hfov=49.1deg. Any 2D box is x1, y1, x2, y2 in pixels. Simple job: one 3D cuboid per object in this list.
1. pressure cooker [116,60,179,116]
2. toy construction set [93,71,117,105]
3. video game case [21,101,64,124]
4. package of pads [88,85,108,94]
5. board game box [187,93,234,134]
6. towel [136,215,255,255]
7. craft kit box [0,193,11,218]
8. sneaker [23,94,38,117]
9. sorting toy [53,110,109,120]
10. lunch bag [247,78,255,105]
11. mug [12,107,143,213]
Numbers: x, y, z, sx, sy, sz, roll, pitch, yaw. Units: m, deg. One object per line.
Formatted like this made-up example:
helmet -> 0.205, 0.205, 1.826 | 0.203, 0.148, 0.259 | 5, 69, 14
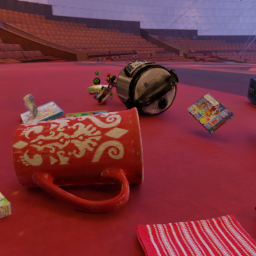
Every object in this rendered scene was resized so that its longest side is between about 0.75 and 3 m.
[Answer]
pressure cooker -> 0.832, -1.632, 11.539 | 2.152, 2.118, 2.409 | 11, 12, -26
toy construction set -> -0.729, -1.892, 13.857 | 1.857, 1.549, 1.427 | 9, 6, 6
video game case -> -3.217, -0.501, 10.363 | 1.370, 0.170, 1.914 | -26, 24, -17
package of pads -> -1.706, -2.292, 16.705 | 0.926, 0.409, 1.199 | 5, 18, 20
board game box -> 2.569, -0.497, 8.855 | 0.889, 0.226, 1.313 | -38, 39, 6
towel -> 0.998, 1.650, 3.851 | 1.639, 0.184, 1.185 | -3, 18, -9
craft kit box -> -2.760, 1.342, 4.772 | 1.138, 0.276, 1.124 | -14, 19, -38
sneaker -> -3.472, -0.774, 9.989 | 0.328, 0.819, 0.288 | -19, -1, 22
sorting toy -> -1.608, -0.293, 10.041 | 2.647, 0.354, 1.972 | -7, 18, -22
lunch bag -> 6.404, -1.715, 13.329 | 1.190, 1.222, 1.799 | 1, 18, 7
mug -> -0.924, 0.505, 5.422 | 2.346, 1.565, 2.082 | -4, 15, -2
